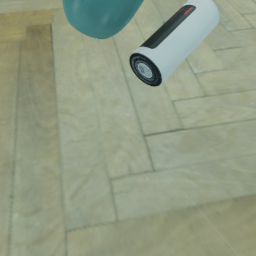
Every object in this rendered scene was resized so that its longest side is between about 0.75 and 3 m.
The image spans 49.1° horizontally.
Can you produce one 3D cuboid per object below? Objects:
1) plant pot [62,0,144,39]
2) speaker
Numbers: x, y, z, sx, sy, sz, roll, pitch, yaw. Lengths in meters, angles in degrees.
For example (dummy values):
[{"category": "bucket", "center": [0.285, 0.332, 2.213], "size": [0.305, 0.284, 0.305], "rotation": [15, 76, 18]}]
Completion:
[{"category": "plant pot", "center": [-0.510, -2.429, 5.162], "size": [1.533, 1.230, 1.533], "rotation": [19, 43, -18]}, {"category": "speaker", "center": [1.071, -1.959, 6.236], "size": [0.912, 0.912, 2.247], "rotation": [34, 69, 25]}]
